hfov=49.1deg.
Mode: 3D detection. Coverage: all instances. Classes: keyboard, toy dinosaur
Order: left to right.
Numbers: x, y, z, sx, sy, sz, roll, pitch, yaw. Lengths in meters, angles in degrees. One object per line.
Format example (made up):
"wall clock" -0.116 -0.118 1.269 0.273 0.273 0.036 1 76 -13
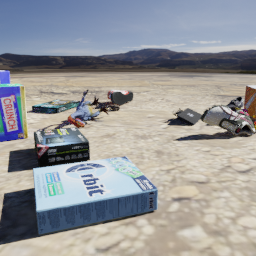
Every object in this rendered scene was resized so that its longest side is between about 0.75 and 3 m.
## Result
"toy dinosaur" -1.915 -0.530 12.680 2.425 1.403 2.673 -34 -5 -42
"keyboard" 2.741 -0.495 13.106 1.158 0.441 2.225 30 22 16

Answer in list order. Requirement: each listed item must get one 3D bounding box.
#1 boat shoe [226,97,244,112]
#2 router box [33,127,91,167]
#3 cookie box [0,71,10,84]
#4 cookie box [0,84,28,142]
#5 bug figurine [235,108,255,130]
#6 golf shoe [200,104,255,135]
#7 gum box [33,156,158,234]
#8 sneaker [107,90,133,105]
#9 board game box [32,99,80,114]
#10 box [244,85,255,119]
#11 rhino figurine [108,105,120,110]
"boat shoe" 5.623 -1.266 15.102 0.805 0.695 2.215 13 19 41
"router box" -2.052 0.508 8.475 1.419 0.588 1.894 -6 16 -21
"cookie box" -6.326 -1.202 11.694 1.015 2.310 2.700 13 19 30
"cookie box" -4.737 -0.493 9.620 2.296 1.964 0.863 -9 20 -31
"bug figurine" 5.114 -0.448 12.045 1.972 0.654 2.543 -12 19 -40
"golf shoe" 3.776 -0.266 10.445 2.194 0.847 0.967 5 40 -18
"gum box" -0.776 1.238 5.830 2.226 0.496 1.891 -5 15 -19
"sneaker" -0.814 -1.899 17.293 1.381 0.860 2.576 6 12 27
"board game box" -3.980 -1.243 15.742 1.621 0.337 2.396 5 16 20
"box" 6.581 -1.258 13.632 1.104 1.409 2.265 1 15 5
"rhino figurine" -0.798 -1.145 15.459 0.421 0.288 0.963 3 8 -40
